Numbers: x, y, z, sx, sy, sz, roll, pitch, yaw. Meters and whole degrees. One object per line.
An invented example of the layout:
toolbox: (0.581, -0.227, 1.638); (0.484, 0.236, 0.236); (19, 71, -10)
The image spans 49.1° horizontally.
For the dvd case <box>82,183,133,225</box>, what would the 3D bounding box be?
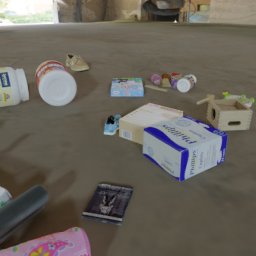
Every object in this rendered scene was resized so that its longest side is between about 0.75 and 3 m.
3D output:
dvd case: (-0.424, 1.676, 6.326); (0.873, 0.094, 1.174); (6, 27, 12)

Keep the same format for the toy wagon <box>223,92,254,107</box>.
toy wagon: (4.640, -1.214, 12.070); (1.089, 0.278, 1.403); (-11, 27, -22)

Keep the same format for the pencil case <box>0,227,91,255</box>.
pencil case: (-1.519, 2.138, 4.169); (2.008, 0.878, 0.878); (-10, 27, -30)

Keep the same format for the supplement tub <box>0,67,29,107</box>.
supplement tub: (-5.302, -1.619, 11.381); (2.182, 1.582, 1.582); (-13, 29, -24)

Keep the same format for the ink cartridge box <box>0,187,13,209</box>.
ink cartridge box: (-3.938, 1.952, 5.417); (2.105, 0.655, 2.616); (14, 43, 26)

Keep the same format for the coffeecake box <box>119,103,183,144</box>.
coffeecake box: (0.799, -0.147, 9.404); (1.410, 0.671, 1.836); (17, 31, 32)

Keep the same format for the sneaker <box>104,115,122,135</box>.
sneaker: (-0.468, -0.210, 9.687); (0.474, 0.544, 1.210); (7, 27, 14)

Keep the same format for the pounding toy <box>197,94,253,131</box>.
pounding toy: (3.236, -0.575, 10.111); (1.588, 0.827, 1.807); (-2, 26, -5)

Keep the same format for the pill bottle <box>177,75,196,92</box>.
pill bottle: (2.884, -2.202, 13.650); (0.673, 0.673, 1.157); (15, 31, 28)

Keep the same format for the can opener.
can opener: (-2.445, 2.071, 5.036); (0.909, 0.720, 2.735); (40, 38, 6)

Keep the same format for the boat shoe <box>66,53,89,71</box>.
boat shoe: (-3.232, -4.092, 17.377); (0.880, 0.796, 2.468); (-19, 31, -33)

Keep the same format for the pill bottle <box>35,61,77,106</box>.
pill bottle: (-3.302, -2.126, 12.503); (1.540, 1.540, 2.745); (-10, 28, -19)

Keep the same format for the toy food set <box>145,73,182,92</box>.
toy food set: (2.183, -2.592, 14.695); (1.794, 0.444, 2.822); (19, 31, 33)

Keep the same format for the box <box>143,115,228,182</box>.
box: (1.563, 0.475, 7.855); (1.741, 0.913, 1.601); (-17, 30, -30)

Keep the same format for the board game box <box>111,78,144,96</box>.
board game box: (-0.038, -1.996, 13.569); (1.496, 0.362, 1.978); (0, 27, -1)
